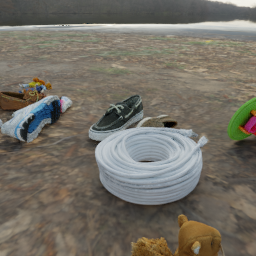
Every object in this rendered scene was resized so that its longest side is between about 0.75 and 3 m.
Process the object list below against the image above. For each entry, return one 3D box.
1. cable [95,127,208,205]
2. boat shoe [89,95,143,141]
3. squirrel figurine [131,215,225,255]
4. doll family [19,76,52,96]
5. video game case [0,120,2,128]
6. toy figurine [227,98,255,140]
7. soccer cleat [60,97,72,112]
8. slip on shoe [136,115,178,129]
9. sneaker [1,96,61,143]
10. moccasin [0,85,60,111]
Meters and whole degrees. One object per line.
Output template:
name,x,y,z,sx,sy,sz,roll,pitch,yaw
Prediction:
cable,0.545,0.860,7.404,2.742,0.949,2.742,10,29,22
boat shoe,-0.403,-0.470,10.154,1.052,0.947,2.976,14,29,27
squirrel figurine,0.793,2.089,4.285,1.495,1.395,1.058,-2,26,-3
doll family,-4.264,-1.836,13.045,1.267,0.920,2.041,-16,30,-31
video game case,-6.519,-0.043,9.978,2.643,0.332,2.904,19,31,35
toy figurine,4.504,0.342,8.436,2.232,1.676,2.054,12,29,-38
soccer cleat,-2.647,-1.037,11.942,0.550,0.445,1.275,2,26,-13
slip on shoe,0.987,-0.007,9.569,0.560,0.703,1.850,21,25,39
sneaker,-3.456,-0.489,10.139,1.217,1.053,2.809,5,26,17
moccasin,-4.140,-1.259,11.795,2.475,0.955,0.905,3,26,6
